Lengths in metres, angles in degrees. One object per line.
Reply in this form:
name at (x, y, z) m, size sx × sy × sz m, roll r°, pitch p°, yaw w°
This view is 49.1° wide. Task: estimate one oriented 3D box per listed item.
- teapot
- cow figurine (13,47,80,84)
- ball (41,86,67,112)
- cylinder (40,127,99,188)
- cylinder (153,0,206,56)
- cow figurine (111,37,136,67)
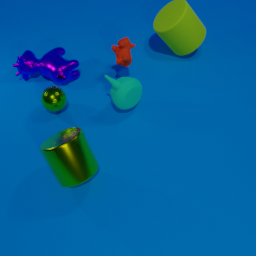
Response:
teapot at (-0.120, -1.031, 7.768) m, size 0.739 × 1.510 × 0.939 m, roll 39°, pitch 93°, yaw 33°
cow figurine at (-2.572, -1.887, 8.786) m, size 1.667 × 0.930 × 1.695 m, roll -33°, pitch 60°, yaw -28°
ball at (-2.084, -0.814, 7.875) m, size 0.711 × 0.711 × 0.711 m, roll 0°, pitch 51°, yaw 0°
cylinder at (-1.302, 0.642, 6.306) m, size 1.004 × 1.004 × 1.004 m, roll -19°, pitch 21°, yaw 8°
cylinder at (1.719, -3.320, 9.319) m, size 1.300 × 1.300 × 1.300 m, roll -25°, pitch 48°, yaw 32°
cow figurine at (-0.093, -2.285, 8.484) m, size 0.545 × 0.977 × 0.993 m, roll -18°, pitch 81°, yaw 24°
